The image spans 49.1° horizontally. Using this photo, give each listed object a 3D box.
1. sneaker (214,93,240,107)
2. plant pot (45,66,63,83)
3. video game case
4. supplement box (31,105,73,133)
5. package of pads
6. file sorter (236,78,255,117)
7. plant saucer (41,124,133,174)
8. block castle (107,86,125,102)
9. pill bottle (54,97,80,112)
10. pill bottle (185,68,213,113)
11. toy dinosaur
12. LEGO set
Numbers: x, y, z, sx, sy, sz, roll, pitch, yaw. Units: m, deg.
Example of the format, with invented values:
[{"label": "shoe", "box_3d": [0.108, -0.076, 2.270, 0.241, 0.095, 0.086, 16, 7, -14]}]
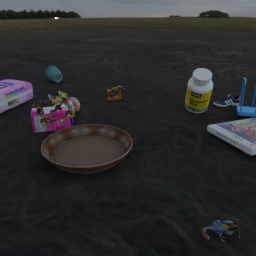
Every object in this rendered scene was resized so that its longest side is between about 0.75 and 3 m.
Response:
[{"label": "sneaker", "box_3d": [4.840, -1.394, 13.660, 1.375, 0.581, 0.515, -6, 26, -13]}, {"label": "plant pot", "box_3d": [-4.556, -3.284, 17.497, 0.919, 0.919, 0.864, -21, 47, -38]}, {"label": "video game case", "box_3d": [4.723, 0.198, 10.345, 2.627, 0.302, 2.394, -8, 22, -19]}, {"label": "supplement box", "box_3d": [-3.012, -0.372, 11.188, 1.557, 0.805, 0.788, -4, 26, -12]}, {"label": "package of pads", "box_3d": [-6.074, -1.518, 13.368, 1.677, 1.053, 2.783, 6, 25, 20]}, {"label": "file sorter", "box_3d": [6.075, -1.264, 11.930, 2.499, 1.533, 1.734, 8, 14, 18]}, {"label": "plant saucer", "box_3d": [-1.328, 0.680, 9.277, 2.952, 0.508, 2.952, 1, 25, 0]}, {"label": "block castle", "box_3d": [-0.598, -1.755, 14.376, 0.449, 0.639, 0.957, 22, 34, 37]}, {"label": "pill bottle", "box_3d": [-2.777, -0.859, 12.344, 0.716, 0.716, 1.276, 13, 28, 26]}, {"label": "pill bottle", "box_3d": [3.131, -1.641, 12.327, 1.069, 1.921, 1.069, -2, 51, 3]}, {"label": "toy dinosaur", "box_3d": [2.046, 2.276, 6.215, 0.798, 0.462, 0.879, -8, -18, 18]}, {"label": "LEGO set", "box_3d": [-2.504, -0.639, 9.228, 1.411, 1.085, 0.818, -9, -1, 7]}]
